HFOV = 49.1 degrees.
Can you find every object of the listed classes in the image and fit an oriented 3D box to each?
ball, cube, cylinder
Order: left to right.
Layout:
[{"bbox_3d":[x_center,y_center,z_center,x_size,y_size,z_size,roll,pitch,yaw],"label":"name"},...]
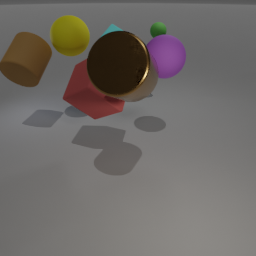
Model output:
[{"bbox_3d":[-3.610,-2.417,9.976,1.400,1.400,1.400,7,62,14],"label":"cylinder"},{"bbox_3d":[-2.075,-3.288,10.036,1.400,1.400,1.400,0,28,0],"label":"ball"},{"bbox_3d":[-0.955,-1.296,8.907,1.400,1.400,1.400,-13,53,44],"label":"cube"},{"bbox_3d":[-0.546,-3.722,13.297,1.400,1.400,1.400,36,83,14],"label":"cube"},{"bbox_3d":[-0.067,-1.356,6.531,1.400,1.400,1.400,7,2,14],"label":"cylinder"},{"bbox_3d":[1.298,-4.166,12.000,0.700,0.700,0.700,0,28,0],"label":"ball"},{"bbox_3d":[1.196,-2.336,9.216,1.400,1.400,1.400,0,28,0],"label":"ball"}]
